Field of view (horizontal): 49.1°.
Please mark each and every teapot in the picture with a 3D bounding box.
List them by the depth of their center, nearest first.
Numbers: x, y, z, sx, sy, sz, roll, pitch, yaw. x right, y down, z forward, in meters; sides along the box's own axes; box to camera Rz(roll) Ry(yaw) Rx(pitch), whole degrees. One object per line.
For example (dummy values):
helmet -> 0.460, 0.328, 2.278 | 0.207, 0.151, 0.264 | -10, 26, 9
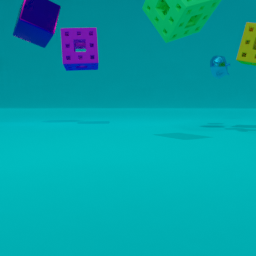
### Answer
teapot -> 3.185, -2.085, 9.587 | 0.623, 0.791, 1.272 | -9, -25, 27

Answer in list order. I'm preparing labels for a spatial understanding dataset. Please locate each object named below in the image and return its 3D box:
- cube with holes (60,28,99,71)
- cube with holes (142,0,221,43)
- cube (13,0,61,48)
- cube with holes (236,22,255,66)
cube with holes -> -1.688, -2.763, 9.964 | 1.196, 1.196, 1.196 | -3, 1, -7
cube with holes -> 0.914, -2.171, 4.864 | 0.832, 0.832, 0.832 | -25, -14, -25
cube -> -3.364, -3.951, 10.317 | 1.246, 1.246, 1.246 | 17, -19, -28
cube with holes -> 3.785, -2.285, 7.883 | 1.016, 1.016, 1.016 | 18, 14, 27
